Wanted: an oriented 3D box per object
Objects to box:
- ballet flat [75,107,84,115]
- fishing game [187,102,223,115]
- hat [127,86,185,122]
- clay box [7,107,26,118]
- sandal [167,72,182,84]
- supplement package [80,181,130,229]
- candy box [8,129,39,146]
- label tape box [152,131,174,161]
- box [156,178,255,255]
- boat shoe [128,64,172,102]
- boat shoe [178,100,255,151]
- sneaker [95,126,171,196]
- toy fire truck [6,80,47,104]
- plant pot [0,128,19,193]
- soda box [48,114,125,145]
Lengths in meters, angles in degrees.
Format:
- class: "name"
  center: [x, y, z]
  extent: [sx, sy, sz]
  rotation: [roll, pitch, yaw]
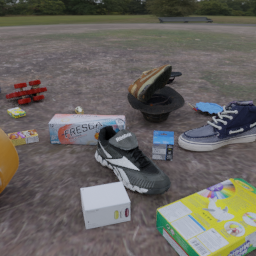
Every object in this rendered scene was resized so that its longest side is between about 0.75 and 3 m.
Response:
- class: "ballet flat"
  center: [-1.958, -0.705, 11.397]
  extent: [0.342, 0.314, 0.996]
  rotation: [-9, 27, -18]
- class: "fishing game"
  center: [3.397, -0.788, 11.661]
  extent: [1.764, 0.274, 1.263]
  rotation: [1, 25, -14]
- class: "hat"
  center: [1.086, -0.807, 10.934]
  extent: [2.347, 0.947, 2.347]
  rotation: [-3, 32, 2]
- class: "clay box"
  center: [-4.495, -0.606, 11.328]
  extent: [0.461, 0.191, 0.802]
  rotation: [-21, 33, -37]
- class: "sandal"
  center: [1.874, -2.669, 15.398]
  extent: [2.192, 0.525, 0.824]
  rotation: [-12, 26, 5]
- class: "supplement package"
  center: [-0.505, 1.677, 6.171]
  extent: [0.974, 0.540, 0.758]
  rotation: [-7, 26, -14]
- class: "candy box"
  center: [-3.484, 0.320, 9.331]
  extent: [0.925, 0.261, 0.540]
  rotation: [-10, 26, -23]
- class: "label tape box"
  center: [1.027, 0.525, 8.223]
  extent: [0.606, 0.841, 0.266]
  rotation: [3, 26, 6]
- class: "box"
  center: [1.988, 1.857, 5.766]
  extent: [2.488, 0.602, 1.460]
  rotation: [-15, 29, -24]
- class: "boat shoe"
  center: [0.819, -1.771, 10.108]
  extent: [0.813, 0.833, 2.202]
  rotation: [28, 46, 24]
- class: "boat shoe"
  center: [2.991, -0.162, 9.074]
  extent: [2.887, 1.339, 1.078]
  rotation: [-9, 27, -19]
- class: "sneaker"
  center: [-0.002, 0.720, 7.347]
  extent: [0.916, 1.248, 2.758]
  rotation: [-20, 32, -34]
- class: "toy fire truck"
  center: [-4.625, -1.623, 12.818]
  extent: [1.602, 0.898, 1.346]
  rotation: [-20, 14, -37]
- class: "plant pot"
  center: [-3.909, 1.095, 5.550]
  extent: [2.536, 2.536, 2.321]
  rotation: [5, 42, 11]
- class: "soda box"
  center: [-1.321, 0.046, 9.300]
  extent: [2.445, 0.777, 0.836]
  rotation: [1, 26, 3]
